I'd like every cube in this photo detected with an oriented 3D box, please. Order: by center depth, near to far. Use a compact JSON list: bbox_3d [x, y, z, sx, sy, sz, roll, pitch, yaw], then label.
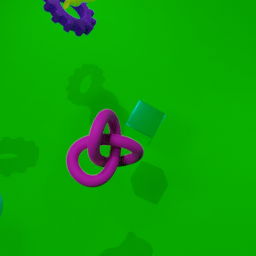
[{"bbox_3d":[0.393,-0.100,6.829,0.727,0.727,0.727,29,72,5],"label":"cube"}]

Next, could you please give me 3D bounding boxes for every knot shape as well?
[{"bbox_3d":[-0.408,0.308,5.071,1.415,1.324,0.654,-13,27,-25],"label":"knot shape"}]

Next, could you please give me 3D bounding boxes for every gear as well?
[{"bbox_3d":[-1.702,-3.468,8.264,1.636,0.303,1.636,25,47,-31],"label":"gear"}]

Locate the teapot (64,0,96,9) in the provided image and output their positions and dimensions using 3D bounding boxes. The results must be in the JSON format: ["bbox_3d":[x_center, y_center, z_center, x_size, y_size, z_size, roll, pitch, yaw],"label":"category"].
[{"bbox_3d":[-1.041,-3.585,6.438,1.298,1.022,2.087,19,89,1],"label":"teapot"}]

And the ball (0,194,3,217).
[{"bbox_3d":[-2.710,1.415,4.936,0.935,0.935,0.935,0,61,0],"label":"ball"}]
